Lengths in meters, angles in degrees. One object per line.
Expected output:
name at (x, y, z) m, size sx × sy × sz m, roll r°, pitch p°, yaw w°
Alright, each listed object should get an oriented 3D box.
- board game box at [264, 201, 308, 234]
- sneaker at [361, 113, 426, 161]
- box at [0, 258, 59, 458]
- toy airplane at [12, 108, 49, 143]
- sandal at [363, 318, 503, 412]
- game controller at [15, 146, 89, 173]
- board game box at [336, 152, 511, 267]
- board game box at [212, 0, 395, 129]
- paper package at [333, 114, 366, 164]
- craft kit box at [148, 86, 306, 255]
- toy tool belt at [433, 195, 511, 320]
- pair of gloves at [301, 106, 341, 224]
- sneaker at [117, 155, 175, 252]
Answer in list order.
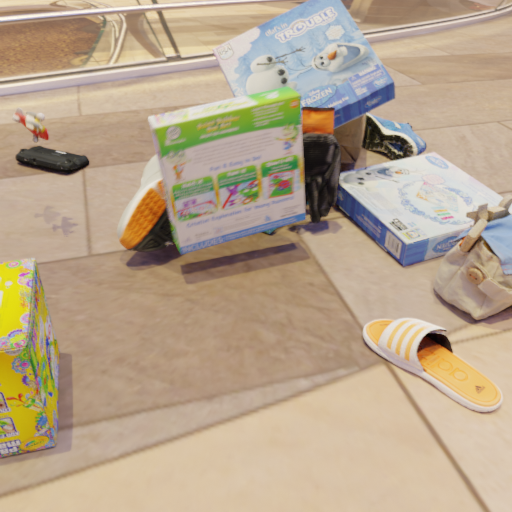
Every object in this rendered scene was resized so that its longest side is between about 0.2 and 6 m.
board game box at (0.235, -1.608, 13.350) m, size 1.977 × 0.614 × 2.619 m, roll 21°, pitch 38°, yaw 28°
sneaker at (3.781, -3.381, 15.901) m, size 1.078 × 0.950 × 2.418 m, roll -17°, pitch 45°, yaw -36°
box at (-3.513, 1.400, 7.776) m, size 1.196 × 1.889 × 1.961 m, roll -9°, pitch 34°, yaw -12°
toy airplane at (-4.498, -2.705, 11.239) m, size 0.517 × 0.729 × 0.733 m, roll -38°, pitch 79°, yaw 5°
sandal at (2.787, 1.464, 8.766) m, size 0.910 × 0.681 × 2.375 m, roll -28°, pitch 43°, yaw -35°
game controller at (-5.525, -2.628, 15.200) m, size 1.952 × 0.411 × 1.018 m, roll 15°, pitch 22°, yaw 21°
board game box at (3.682, -1.180, 12.583) m, size 3.030 × 0.660 × 3.045 m, roll -15°, pitch 40°, yaw -18°
board game box at (0.989, -4.137, 12.668) m, size 3.154 × 0.684 × 3.139 m, roll -26°, pitch 64°, yaw 4°
paper package at (1.368, -3.569, 14.750) m, size 2.987 × 1.621 × 3.134 m, roll 9°, pitch 20°, yaw 8°
craft kit box at (-0.425, -1.531, 10.296) m, size 2.641 × 2.608 × 0.641 m, roll -16°, pitch 40°, yaw -14°
toy tool belt at (4.649, -0.206, 10.206) m, size 2.981 × 1.832 × 1.862 m, roll -23°, pitch 40°, yaw -30°
pair of gloves at (0.380, -1.844, 11.749) m, size 2.794 × 2.489 × 0.345 m, roll -3°, pitch 21°, yaw 3°
sneaker at (-1.991, -1.362, 12.038) m, size 1.594 × 1.312 × 3.465 m, roll -3°, pitch 42°, yaw 40°
